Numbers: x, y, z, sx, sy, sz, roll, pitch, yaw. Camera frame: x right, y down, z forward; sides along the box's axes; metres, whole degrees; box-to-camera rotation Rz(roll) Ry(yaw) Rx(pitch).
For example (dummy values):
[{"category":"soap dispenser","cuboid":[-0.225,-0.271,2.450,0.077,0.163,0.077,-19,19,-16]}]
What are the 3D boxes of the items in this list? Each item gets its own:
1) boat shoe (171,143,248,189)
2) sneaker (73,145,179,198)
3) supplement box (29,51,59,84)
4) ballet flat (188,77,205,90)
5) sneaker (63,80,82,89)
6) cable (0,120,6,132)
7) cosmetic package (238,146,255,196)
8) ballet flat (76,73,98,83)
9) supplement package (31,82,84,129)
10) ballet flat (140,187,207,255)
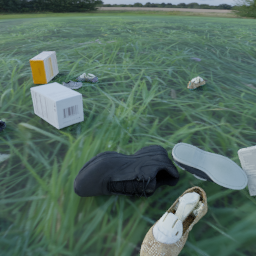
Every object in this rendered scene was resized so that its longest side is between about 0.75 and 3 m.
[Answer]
[{"category":"boat shoe","cuboid":[2.128,1.039,7.484,2.029,0.612,0.767,30,70,16]},{"category":"sneaker","cuboid":[0.045,1.272,7.355,2.925,1.111,1.328,-14,36,-21]},{"category":"supplement box","cuboid":[-4.772,-3.500,16.068,0.788,1.350,2.143,1,27,6]},{"category":"ballet flat","cuboid":[3.718,-2.463,14.999,0.541,0.500,1.533,18,32,34]},{"category":"sneaker","cuboid":[-2.924,-2.306,14.758,1.095,0.449,0.409,-17,32,-30]},{"category":"cable","cuboid":[-5.456,-0.054,10.553,1.502,0.382,1.226,-20,34,-32]},{"category":"cosmetic package","cuboid":[3.348,1.090,7.279,0.619,1.196,0.437,-16,-3,30]},{"category":"ballet flat","cuboid":[-2.307,-2.850,15.769,1.377,0.495,0.495,10,29,18]},{"category":"supplement package","cuboid":[-2.884,-0.962,11.386,1.192,1.196,2.040,-23,35,-36]},{"category":"ballet flat","cuboid":[1.046,2.030,6.158,0.833,0.771,2.363,19,34,30]}]
